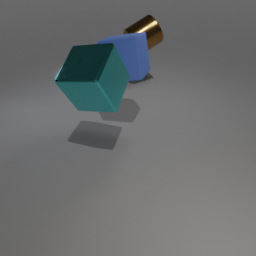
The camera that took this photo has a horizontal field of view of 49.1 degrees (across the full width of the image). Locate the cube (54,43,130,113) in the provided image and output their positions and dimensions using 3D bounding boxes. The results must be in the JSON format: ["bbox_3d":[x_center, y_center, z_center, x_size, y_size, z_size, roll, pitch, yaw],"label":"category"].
[{"bbox_3d":[-0.964,-1.420,8.095,1.400,1.400,1.400,4,60,26],"label":"cube"}]

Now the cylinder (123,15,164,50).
[{"bbox_3d":[0.723,-4.358,13.227,1.400,1.400,1.400,-34,40,-4],"label":"cylinder"}]

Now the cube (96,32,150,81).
[{"bbox_3d":[-0.109,-2.482,9.815,1.400,1.400,1.400,-2,24,18],"label":"cube"}]
